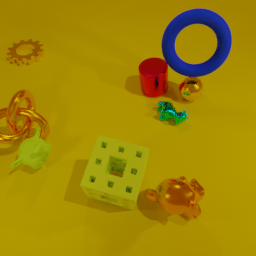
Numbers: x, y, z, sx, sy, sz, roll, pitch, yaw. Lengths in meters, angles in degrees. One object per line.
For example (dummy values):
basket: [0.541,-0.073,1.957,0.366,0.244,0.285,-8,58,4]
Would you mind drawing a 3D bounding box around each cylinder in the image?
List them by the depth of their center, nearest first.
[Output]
cylinder: [0.869,-1.698,9.414,0.963,0.963,0.963,-5,52,6]

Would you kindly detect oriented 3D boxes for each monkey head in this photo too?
monkey head: [1.192,1.723,6.500,0.990,1.182,1.643,-22,17,-38]
monkey head: [-2.495,0.563,7.310,0.771,0.920,1.279,26,65,7]

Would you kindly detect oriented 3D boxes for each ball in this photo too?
ball: [2.087,-1.310,9.244,0.816,0.816,0.816,0,51,0]

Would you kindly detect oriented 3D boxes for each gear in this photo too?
gear: [-3.980,-2.962,10.947,1.381,0.255,1.381,0,51,0]

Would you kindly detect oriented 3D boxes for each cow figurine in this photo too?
cow figurine: [1.416,-0.503,8.840,0.894,0.499,0.909,-5,47,-1]

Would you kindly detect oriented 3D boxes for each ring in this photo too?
ring: [1.965,-2.413,8.134,1.989,1.989,0.398,9,36,7]

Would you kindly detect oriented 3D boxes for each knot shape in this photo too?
knot shape: [-2.976,-0.314,7.811,1.642,1.537,0.759,10,-1,-40]

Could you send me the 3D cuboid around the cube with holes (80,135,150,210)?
cube with holes: [-0.273,1.113,6.787,1.246,1.246,1.246,14,66,6]
